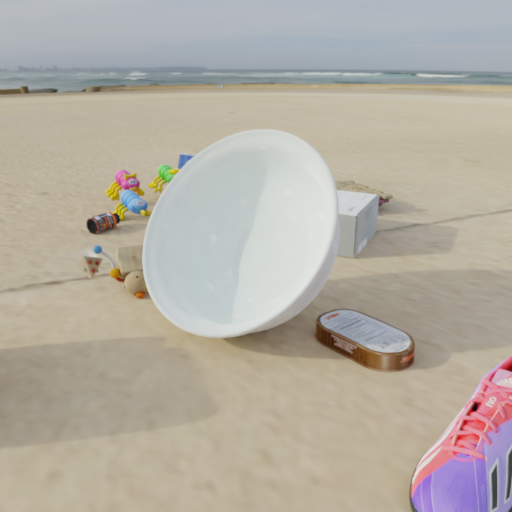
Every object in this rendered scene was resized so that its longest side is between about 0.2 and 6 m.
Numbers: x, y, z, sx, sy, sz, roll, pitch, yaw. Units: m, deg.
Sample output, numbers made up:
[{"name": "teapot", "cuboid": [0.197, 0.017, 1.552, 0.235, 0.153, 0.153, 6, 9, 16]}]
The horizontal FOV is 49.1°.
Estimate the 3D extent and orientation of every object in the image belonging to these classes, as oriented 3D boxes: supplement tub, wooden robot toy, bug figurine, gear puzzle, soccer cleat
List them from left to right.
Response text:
[{"name": "supplement tub", "cuboid": [-3.385, -0.750, 12.471, 0.394, 0.394, 0.737, 13, 25, 30]}, {"name": "wooden robot toy", "cuboid": [-1.940, 0.347, 9.466, 2.054, 0.905, 0.932, -7, 57, -20]}, {"name": "bug figurine", "cuboid": [-2.434, -1.723, 14.228, 3.041, 0.782, 2.358, -17, 35, -36]}, {"name": "gear puzzle", "cuboid": [2.129, -1.634, 14.908, 1.653, 0.418, 3.191, -9, 19, -17]}, {"name": "soccer cleat", "cuboid": [2.243, 1.639, 5.358, 0.885, 0.949, 2.593, 18, 27, 39]}]

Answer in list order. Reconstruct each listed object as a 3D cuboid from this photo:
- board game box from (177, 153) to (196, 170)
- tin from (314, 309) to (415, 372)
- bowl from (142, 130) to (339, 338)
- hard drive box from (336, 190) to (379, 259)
[{"name": "board game box", "cuboid": [-0.387, -2.253, 15.306, 2.502, 0.543, 2.489, 14, 8, 34]}, {"name": "tin", "cuboid": [1.474, 1.121, 7.701, 0.845, 0.316, 1.509, -12, 23, -39]}, {"name": "bowl", "cuboid": [-0.031, -0.158, 8.346, 3.168, 3.168, 1.424, 15, -14, 34]}, {"name": "hard drive box", "cuboid": [1.219, -0.815, 11.889, 2.358, 0.906, 1.838, 10, 23, 24]}]
